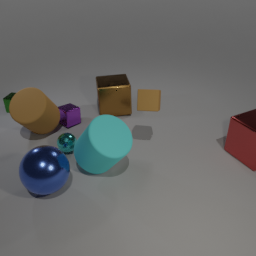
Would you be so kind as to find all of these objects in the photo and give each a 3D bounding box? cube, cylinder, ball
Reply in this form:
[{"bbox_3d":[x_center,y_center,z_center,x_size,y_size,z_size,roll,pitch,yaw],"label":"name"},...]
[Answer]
[{"bbox_3d":[-0.640,-1.451,12.390,1.400,1.400,1.400,-7,32,-6],"label":"cube"},{"bbox_3d":[0.709,-0.930,9.336,0.700,0.700,0.700,3,7,11],"label":"cube"},{"bbox_3d":[-2.435,-0.534,11.538,0.700,0.700,0.700,24,34,37],"label":"cube"},{"bbox_3d":[-5.049,-1.126,12.589,0.700,0.700,0.700,6,32,10],"label":"cube"},{"bbox_3d":[4.364,0.340,9.478,1.400,1.400,1.400,-16,35,-22],"label":"cube"},{"bbox_3d":[-3.450,-0.608,10.505,1.400,1.400,1.400,-2,72,8],"label":"cylinder"},{"bbox_3d":[-0.780,0.520,8.553,1.400,1.400,1.400,15,56,-23],"label":"cylinder"},{"bbox_3d":[-2.370,1.195,7.995,1.400,1.400,1.400,0,31,0],"label":"ball"},{"bbox_3d":[-2.141,0.513,9.838,0.700,0.700,0.700,0,31,0],"label":"ball"}]
